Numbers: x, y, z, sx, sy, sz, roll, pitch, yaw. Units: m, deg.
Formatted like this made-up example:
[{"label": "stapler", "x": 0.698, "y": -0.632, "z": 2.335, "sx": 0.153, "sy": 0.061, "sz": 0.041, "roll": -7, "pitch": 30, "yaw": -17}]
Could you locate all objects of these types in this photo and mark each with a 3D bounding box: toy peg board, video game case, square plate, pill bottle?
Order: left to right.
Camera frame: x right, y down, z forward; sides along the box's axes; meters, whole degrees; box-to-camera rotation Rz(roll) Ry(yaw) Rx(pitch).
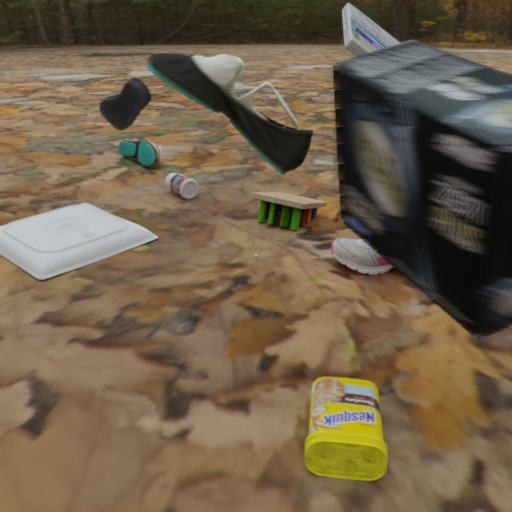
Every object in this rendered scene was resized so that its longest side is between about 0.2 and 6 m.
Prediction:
[{"label": "square plate", "x": -3.197, "y": -0.387, "z": 9.533, "sx": 2.179, "sy": 0.313, "sz": 2.199, "roll": 21, "pitch": 33, "yaw": 38}, {"label": "pill bottle", "x": -1.563, "y": -1.470, "z": 11.677, "sx": 0.429, "sy": 0.429, "sz": 0.740, "roll": -18, "pitch": 30, "yaw": -33}, {"label": "toy peg board", "x": 0.589, "y": -0.838, "z": 10.417, "sx": 1.063, "sy": 0.520, "sz": 1.059, "roll": 16, "pitch": 14, "yaw": 28}, {"label": "video game case", "x": 1.676, "y": -2.497, "z": 7.051, "sx": 1.426, "sy": 0.157, "sz": 1.298, "roll": 30, "pitch": 38, "yaw": -19}]

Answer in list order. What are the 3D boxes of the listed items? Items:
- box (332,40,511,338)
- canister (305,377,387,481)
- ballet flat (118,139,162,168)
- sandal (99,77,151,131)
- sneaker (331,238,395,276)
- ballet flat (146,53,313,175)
[{"label": "box", "x": 1.709, "y": -0.709, "z": 5.127, "sx": 0.971, "sy": 1.847, "sz": 2.255, "roll": -21, "pitch": 39, "yaw": -15}, {"label": "canister", "x": 0.831, "y": 1.577, "z": 5.251, "sx": 0.710, "sy": 0.414, "sz": 0.956, "roll": 3, "pitch": 24, "yaw": 7}, {"label": "ballet flat", "x": -2.723, "y": -2.587, "z": 13.879, "sx": 0.637, "sy": 0.644, "sz": 1.893, "roll": -4, "pitch": 23, "yaw": -41}, {"label": "sandal", "x": -2.411, "y": -2.853, "z": 10.576, "sx": 1.785, "sy": 0.679, "sz": 0.382, "roll": -8, "pitch": 34, "yaw": 52}, {"label": "sneaker", "x": 2.071, "y": -0.210, "z": 8.543, "sx": 1.847, "sy": 0.815, "sz": 0.751, "roll": 0, "pitch": 25, "yaw": 1}, {"label": "ballet flat", "x": -0.170, "y": -1.435, "z": 5.099, "sx": 1.665, "sy": 0.569, "sz": 0.566, "roll": 35, "pitch": 17, "yaw": -14}]
